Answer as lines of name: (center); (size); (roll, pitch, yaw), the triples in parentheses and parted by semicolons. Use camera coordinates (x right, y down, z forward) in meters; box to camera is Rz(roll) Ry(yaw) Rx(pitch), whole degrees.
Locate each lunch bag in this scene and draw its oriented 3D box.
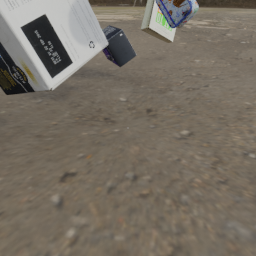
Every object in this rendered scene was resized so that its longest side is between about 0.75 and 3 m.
lunch bag: (1.343, -3.478, 7.904); (0.473, 1.252, 1.003); (-20, -10, -41)

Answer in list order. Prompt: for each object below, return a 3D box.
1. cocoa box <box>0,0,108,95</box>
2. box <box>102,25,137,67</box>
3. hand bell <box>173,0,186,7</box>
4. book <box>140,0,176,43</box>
cocoa box: (-2.054, -2.255, 5.284); (1.815, 2.766, 1.845); (2, 39, 43)
box: (-0.392, -2.423, 8.234); (0.623, 0.883, 1.194); (-37, 32, -3)
hand bell: (1.176, -2.657, 4.372); (0.879, 1.688, 0.879); (16, 51, -20)
book: (1.277, -4.213, 9.906); (1.327, 1.986, 0.477); (13, -1, -37)
